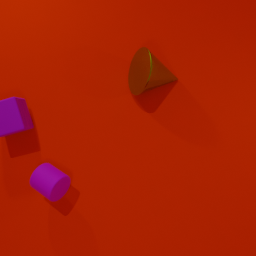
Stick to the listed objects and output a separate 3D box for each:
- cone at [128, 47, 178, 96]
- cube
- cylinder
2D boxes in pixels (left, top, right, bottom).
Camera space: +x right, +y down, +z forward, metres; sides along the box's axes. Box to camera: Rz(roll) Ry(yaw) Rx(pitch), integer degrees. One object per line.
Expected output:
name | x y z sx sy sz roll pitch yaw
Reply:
cone | 0.895 -1.508 8.045 1.342 1.337 1.337 6 72 -26
cube | -3.162 -0.276 7.458 0.862 0.862 0.862 -17 93 -2
cylinder | -1.910 1.330 6.901 0.703 0.703 0.703 27 75 24
